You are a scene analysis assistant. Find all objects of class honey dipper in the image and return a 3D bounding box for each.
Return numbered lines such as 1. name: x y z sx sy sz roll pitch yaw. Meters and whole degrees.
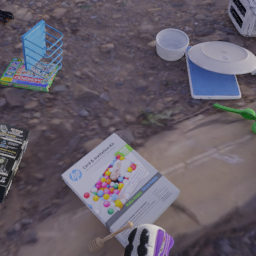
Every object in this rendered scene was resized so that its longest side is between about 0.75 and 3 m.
1. honey dipper: -0.389 2.548 6.617 1.371 0.260 0.260 -38 55 24

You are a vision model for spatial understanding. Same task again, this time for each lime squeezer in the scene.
1. lime squeezer: 3.801 -0.106 8.801 0.859 0.459 2.431 -23 60 -16

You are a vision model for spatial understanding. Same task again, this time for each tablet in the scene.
1. tablet: 3.038 -2.091 10.275 1.702 0.179 2.616 0 55 1

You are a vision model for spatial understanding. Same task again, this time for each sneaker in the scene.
1. sneaker: 0.466 3.600 5.962 1.197 1.157 2.870 26 67 -24

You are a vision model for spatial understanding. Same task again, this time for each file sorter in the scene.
1. file sorter: -2.794 -2.551 9.382 0.924 1.506 1.045 29 57 4

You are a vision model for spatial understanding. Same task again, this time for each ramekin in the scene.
1. ramekin: 1.656 -3.138 10.688 1.239 0.650 1.239 0 57 0

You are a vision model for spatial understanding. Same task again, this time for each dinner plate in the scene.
1. dinner plate: 3.453 -2.671 10.167 2.525 0.306 2.525 1 41 -1

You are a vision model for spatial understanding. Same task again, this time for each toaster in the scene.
1. toaster: 5.273 -4.847 11.277 1.793 1.577 2.776 -7 54 -2

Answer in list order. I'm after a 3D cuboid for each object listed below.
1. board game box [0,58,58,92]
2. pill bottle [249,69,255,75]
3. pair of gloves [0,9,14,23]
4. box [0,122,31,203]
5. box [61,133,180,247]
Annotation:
1. board game box: -3.544 -1.941 10.131 1.752 0.255 1.179 9 56 6
2. pill bottle: 4.747 -2.118 10.130 0.795 0.449 0.449 11 57 8
3. pair of gloves: -5.982 -4.390 11.762 1.940 0.269 2.177 17 55 12
4. box: -4.267 0.526 7.111 2.946 0.641 2.360 17 30 -15
5. box: -0.212 1.583 7.628 2.002 0.529 2.568 -39 64 -23
